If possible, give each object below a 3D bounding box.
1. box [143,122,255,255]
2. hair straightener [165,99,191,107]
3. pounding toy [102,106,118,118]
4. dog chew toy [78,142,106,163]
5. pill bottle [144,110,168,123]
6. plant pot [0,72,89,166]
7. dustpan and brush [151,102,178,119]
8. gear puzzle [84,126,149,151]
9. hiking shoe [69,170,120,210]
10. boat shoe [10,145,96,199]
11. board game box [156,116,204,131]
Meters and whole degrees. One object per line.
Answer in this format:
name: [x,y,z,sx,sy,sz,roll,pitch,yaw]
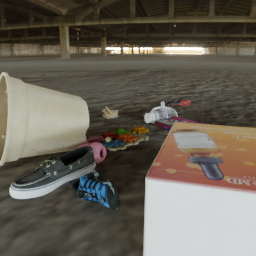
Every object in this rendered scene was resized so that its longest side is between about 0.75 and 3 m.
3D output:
box: [1.639,1.035,4.826,2.180,1.522,2.863,5,18,16]
hair straightener: [2.511,-1.282,14.697,1.556,0.318,0.599,-14,21,-26]
pounding toy: [-0.759,-0.753,12.370,0.554,0.555,0.968,-15,22,-30]
dog chew toy: [-1.056,0.665,7.795,0.916,0.571,0.571,3,16,33]
pill bottle: [1.145,-0.452,11.499,0.865,0.492,0.492,-8,19,-25]
plant pot: [-2.444,-0.176,7.980,2.254,2.463,2.463,4,13,-33]
dustpan and brush: [1.590,-0.816,12.686,1.197,0.491,1.715,1,17,4]
gear puzzle: [-0.101,0.213,9.052,1.413,0.357,2.728,6,13,34]
hiking shoe: [-0.667,1.339,5.692,0.663,0.569,1.529,-17,13,-24]
boat shoe: [-1.706,0.962,6.590,0.768,0.633,2.238,15,22,40]
board game box: [2.174,-0.055,10.608,1.169,0.314,1.947,-9,19,-40]
